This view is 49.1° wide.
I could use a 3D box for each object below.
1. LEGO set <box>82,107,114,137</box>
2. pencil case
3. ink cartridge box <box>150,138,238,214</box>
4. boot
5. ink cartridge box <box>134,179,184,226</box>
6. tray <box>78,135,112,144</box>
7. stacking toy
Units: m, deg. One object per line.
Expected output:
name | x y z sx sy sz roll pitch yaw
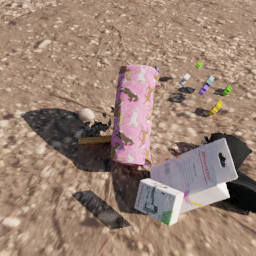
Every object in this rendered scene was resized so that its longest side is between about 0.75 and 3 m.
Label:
LEGO set | -0.724 -0.062 8.010 1.028 1.583 0.449 -13 74 -37
pencil case | 0.189 -0.306 7.290 1.137 2.628 1.088 7 -4 0
ink cartridge box | 1.458 1.108 6.134 1.896 0.638 1.110 -27 41 26
boot | 2.668 1.000 7.014 2.127 0.787 1.743 20 43 29
ink cartridge box | 0.614 1.478 5.685 0.863 0.628 0.362 16 7 35
tray | -0.893 0.333 8.081 1.022 0.189 0.504 -4 2 -4
stacking toy | 2.734 -1.455 9.851 1.569 0.489 2.081 42 42 3
